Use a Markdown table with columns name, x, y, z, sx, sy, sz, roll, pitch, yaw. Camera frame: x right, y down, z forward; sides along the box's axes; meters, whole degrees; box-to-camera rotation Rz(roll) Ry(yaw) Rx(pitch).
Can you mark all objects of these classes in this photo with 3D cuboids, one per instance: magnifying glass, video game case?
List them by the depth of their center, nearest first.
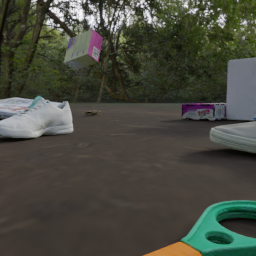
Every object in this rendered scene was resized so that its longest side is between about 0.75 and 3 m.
| name | x | y | z | sx | sy | sz | roll | pitch | yaw |
| --- | --- | --- | --- | --- | --- | --- | --- | --- | --- |
| magnifying glass | 0.371 | 0.530 | 1.251 | 1.284 | 0.144 | 0.511 | -5 | 8 | -35 |
| video game case | -3.933 | -0.724 | 10.127 | 2.333 | 0.304 | 2.563 | 8 | 15 | 15 |

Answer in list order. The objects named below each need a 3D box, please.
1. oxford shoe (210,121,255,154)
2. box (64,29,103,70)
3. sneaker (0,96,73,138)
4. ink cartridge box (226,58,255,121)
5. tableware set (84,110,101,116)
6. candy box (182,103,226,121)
| name | x | y | z | sx | sy | sz | roll | pitch | yaw |
| --- | --- | --- | --- | --- | --- | --- | --- | --- | --- |
| oxford shoe | 2.436 | -0.020 | 3.526 | 2.697 | 0.779 | 1.014 | 0 | 9 | 20 |
| box | -1.763 | -3.066 | 11.068 | 1.322 | 1.163 | 0.639 | -8 | -25 | 35 |
| sneaker | -1.797 | -0.222 | 5.347 | 0.663 | 0.780 | 1.762 | 5 | 8 | 33 |
| ink cartridge box | 4.925 | -1.279 | 9.534 | 2.736 | 1.998 | 2.007 | -6 | 8 | -44 |
| tableware set | -1.551 | -0.607 | 12.062 | 0.592 | 0.179 | 0.895 | -10 | -4 | 19 |
| candy box | 2.942 | -0.596 | 9.946 | 1.852 | 0.565 | 1.263 | -7 | 9 | -44 |
